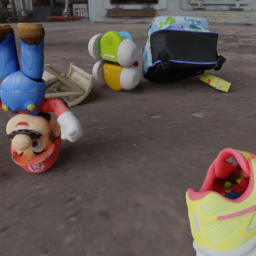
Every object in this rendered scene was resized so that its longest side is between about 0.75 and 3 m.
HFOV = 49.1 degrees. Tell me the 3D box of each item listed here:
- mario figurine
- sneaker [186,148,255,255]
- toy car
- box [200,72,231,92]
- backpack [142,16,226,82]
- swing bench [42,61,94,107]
[{"bbox_3d":[-1.825,-0.384,4.903,1.675,2.714,1.438,12,26,38],"label":"mario figurine"},{"bbox_3d":[1.726,0.704,3.827,2.612,1.180,1.021,-30,9,-38],"label":"sneaker"},{"bbox_3d":[-0.271,-2.468,10.002,1.852,2.116,1.587,20,44,32],"label":"toy car"},{"bbox_3d":[3.241,-1.760,10.517,0.526,0.350,1.398,13,20,-18],"label":"box"},{"bbox_3d":[1.752,-2.808,10.335,2.544,2.043,2.780,-2,-4,-9],"label":"backpack"},{"bbox_3d":[-2.400,-1.562,9.092,1.902,1.234,1.892,10,17,-35],"label":"swing bench"}]
